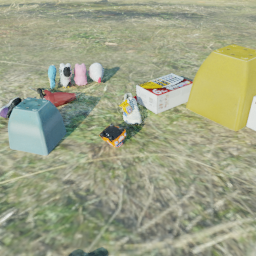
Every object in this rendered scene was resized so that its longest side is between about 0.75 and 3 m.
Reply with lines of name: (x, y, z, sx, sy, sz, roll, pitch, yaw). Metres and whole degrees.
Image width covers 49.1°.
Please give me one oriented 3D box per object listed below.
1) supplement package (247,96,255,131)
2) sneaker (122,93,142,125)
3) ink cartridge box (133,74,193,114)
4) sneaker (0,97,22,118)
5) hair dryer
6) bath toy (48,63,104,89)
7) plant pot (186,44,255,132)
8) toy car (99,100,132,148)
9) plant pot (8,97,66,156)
supplement package: (5.740, -0.695, 10.494, 2.229, 1.308, 1.303, -23, 39, -31)
sneaker: (0.116, -0.764, 11.160, 0.684, 0.738, 1.822, -6, 35, -11)
ink cartridge box: (1.460, -1.636, 12.342, 2.108, 0.884, 1.851, -23, 38, -30)
sneaker: (-4.690, -0.781, 11.530, 0.561, 0.485, 1.281, 21, 42, 8)
hair dryer: (-3.382, -1.473, 12.233, 2.232, 0.606, 1.700, 8, 36, -1)
bath toy: (-2.438, -2.489, 13.603, 2.681, 1.166, 0.991, -9, 68, -20)
plant pot: (4.123, -1.820, 11.112, 2.490, 2.547, 2.474, -26, 41, -33)
toy car: (-0.117, -0.111, 9.874, 1.054, 0.715, 2.148, -1, 41, 40)
plant pot: (-3.153, -0.185, 9.554, 1.466, 1.498, 1.470, 8, 34, 14)
